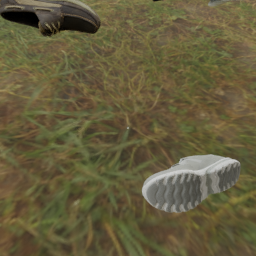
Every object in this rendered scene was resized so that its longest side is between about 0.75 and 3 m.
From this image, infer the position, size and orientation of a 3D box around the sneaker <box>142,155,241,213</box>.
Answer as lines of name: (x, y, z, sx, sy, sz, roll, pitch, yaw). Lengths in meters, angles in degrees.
sneaker: (0.575, 0.503, 2.739, 1.086, 0.406, 0.445, -6, 17, -29)

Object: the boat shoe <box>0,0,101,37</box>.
boat shoe: (-1.786, -2.485, 6.402, 2.292, 0.854, 0.840, 14, 74, -1)

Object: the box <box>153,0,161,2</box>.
box: (0.969, -5.107, 7.591, 2.144, 2.181, 1.280, -58, 35, -5)

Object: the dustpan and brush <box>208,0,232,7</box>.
dustpan and brush: (2.637, -2.949, 5.732, 2.854, 0.817, 1.992, -13, 32, 9)
